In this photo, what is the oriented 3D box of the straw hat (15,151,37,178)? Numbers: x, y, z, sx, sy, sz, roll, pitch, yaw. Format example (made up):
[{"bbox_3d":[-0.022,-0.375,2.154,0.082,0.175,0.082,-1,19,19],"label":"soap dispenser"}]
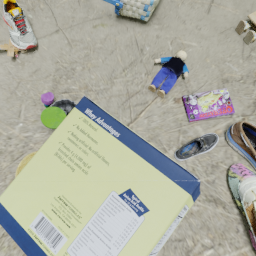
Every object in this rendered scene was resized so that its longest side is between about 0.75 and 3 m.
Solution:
[{"bbox_3d":[-2.554,1.511,8.633,1.623,0.687,1.623,2,77,-8],"label":"straw hat"}]

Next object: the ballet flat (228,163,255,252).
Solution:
[{"bbox_3d":[3.791,2.399,8.113,1.034,1.064,2.991,-14,71,4],"label":"ballet flat"}]

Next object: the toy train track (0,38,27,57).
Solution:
[{"bbox_3d":[-4.660,-2.865,10.222,1.839,0.299,1.055,0,52,-16],"label":"toy train track"}]

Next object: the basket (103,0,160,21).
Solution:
[{"bbox_3d":[-0.050,-5.350,10.265,2.758,1.918,2.432,29,72,-3],"label":"basket"}]

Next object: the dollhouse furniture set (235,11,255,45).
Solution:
[{"bbox_3d":[5.124,-3.683,10.167,1.477,1.119,1.685,-29,74,-9],"label":"dollhouse furniture set"}]

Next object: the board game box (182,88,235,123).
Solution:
[{"bbox_3d":[2.762,-0.794,9.669,1.612,0.260,0.968,-11,76,-4],"label":"board game box"}]

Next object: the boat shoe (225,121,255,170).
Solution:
[{"bbox_3d":[4.389,0.871,8.646,2.926,1.059,1.057,37,75,12],"label":"boat shoe"}]

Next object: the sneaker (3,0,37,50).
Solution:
[{"bbox_3d":[-4.057,-3.808,10.237,0.877,0.926,2.253,-26,74,-23],"label":"sneaker"}]

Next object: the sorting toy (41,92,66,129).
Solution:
[{"bbox_3d":[-2.413,-0.041,9.177,0.801,0.796,2.311,-13,67,-24],"label":"sorting toy"}]

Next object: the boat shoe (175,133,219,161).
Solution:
[{"bbox_3d":[2.252,0.559,9.034,1.605,0.532,0.561,-21,72,-7],"label":"boat shoe"}]

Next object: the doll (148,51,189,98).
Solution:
[{"bbox_3d":[1.483,-2.043,9.954,1.321,0.469,1.937,34,75,13],"label":"doll"}]

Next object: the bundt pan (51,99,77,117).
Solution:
[{"bbox_3d":[-2.121,-0.411,9.433,1.093,0.410,1.093,0,71,-1],"label":"bundt pan"}]

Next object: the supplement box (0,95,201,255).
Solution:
[{"bbox_3d":[-0.450,1.352,5.204,2.605,1.748,2.602,36,83,22],"label":"supplement box"}]
